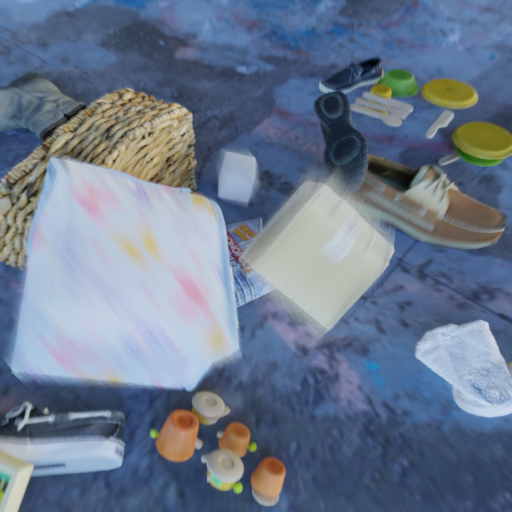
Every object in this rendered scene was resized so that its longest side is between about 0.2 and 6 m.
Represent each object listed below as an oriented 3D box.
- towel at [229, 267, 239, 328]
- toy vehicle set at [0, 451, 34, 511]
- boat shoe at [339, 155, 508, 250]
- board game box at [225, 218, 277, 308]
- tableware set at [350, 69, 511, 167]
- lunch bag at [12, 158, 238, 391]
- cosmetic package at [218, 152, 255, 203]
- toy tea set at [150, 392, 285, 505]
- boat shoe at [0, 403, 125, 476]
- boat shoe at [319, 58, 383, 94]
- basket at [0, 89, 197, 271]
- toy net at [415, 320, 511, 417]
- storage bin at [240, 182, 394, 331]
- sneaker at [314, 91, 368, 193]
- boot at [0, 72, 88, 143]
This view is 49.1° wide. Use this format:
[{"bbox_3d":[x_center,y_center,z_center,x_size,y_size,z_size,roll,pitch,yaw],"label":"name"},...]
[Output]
[{"bbox_3d":[-1.147,0.840,9.793,1.599,0.187,1.220,-9,71,3],"label":"towel"},{"bbox_3d":[-4.543,3.107,7.299,2.891,0.383,1.796,17,85,10],"label":"toy vehicle set"},{"bbox_3d":[3.291,-1.155,11.227,3.340,1.234,1.264,18,47,16],"label":"boat shoe"},{"bbox_3d":[-0.417,0.042,10.661,1.782,0.550,1.783,-25,53,-20],"label":"board game box"},{"bbox_3d":[4.716,-3.331,13.684,4.484,0.688,3.021,25,50,22],"label":"tableware set"},{"bbox_3d":[-1.837,0.157,8.033,2.621,1.965,3.090,13,52,-29],"label":"lunch bag"},{"bbox_3d":[-0.413,-1.680,11.905,0.672,0.676,0.808,11,39,-9],"label":"cosmetic package"},{"bbox_3d":[-0.560,2.936,8.156,2.042,0.756,1.214,36,28,31],"label":"toy tea set"},{"bbox_3d":[-3.223,2.592,8.097,2.601,0.960,0.888,-3,52,-3],"label":"boat shoe"},{"bbox_3d":[2.555,-4.841,14.988,1.970,0.613,0.735,-21,53,-16],"label":"boat shoe"},{"bbox_3d":[-3.311,-1.579,10.623,2.886,2.765,3.874,23,52,18],"label":"basket"},{"bbox_3d":[4.634,2.394,8.431,4.586,0.886,2.406,13,52,14],"label":"toy net"},{"bbox_3d":[1.032,-0.023,9.362,1.787,1.800,0.844,-49,17,4],"label":"storage bin"},{"bbox_3d":[1.765,-2.164,11.129,0.869,1.039,2.288,-12,62,13],"label":"sneaker"},{"bbox_3d":[-5.661,-3.284,13.413,1.937,1.004,2.965,36,59,20],"label":"boot"}]
